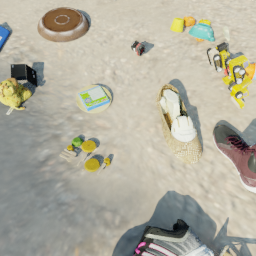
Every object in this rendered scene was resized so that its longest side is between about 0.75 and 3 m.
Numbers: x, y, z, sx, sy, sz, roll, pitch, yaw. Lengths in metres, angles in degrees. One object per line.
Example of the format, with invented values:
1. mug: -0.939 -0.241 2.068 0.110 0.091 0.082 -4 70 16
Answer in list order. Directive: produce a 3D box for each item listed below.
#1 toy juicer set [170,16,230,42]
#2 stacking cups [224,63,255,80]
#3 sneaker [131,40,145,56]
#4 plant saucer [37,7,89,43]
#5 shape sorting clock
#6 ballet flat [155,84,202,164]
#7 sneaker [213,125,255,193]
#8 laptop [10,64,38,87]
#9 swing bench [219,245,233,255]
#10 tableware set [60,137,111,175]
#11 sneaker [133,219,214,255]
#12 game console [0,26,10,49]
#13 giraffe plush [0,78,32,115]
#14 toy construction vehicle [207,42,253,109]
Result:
1. toy juicer set: 3.136 -3.952 11.517 2.531 0.689 1.610 27 40 23
2. stacking cups: 4.706 -2.020 9.962 2.396 0.725 0.725 12 54 11
3. sneaker: 0.351 -3.012 10.465 0.554 1.135 0.401 43 98 -3
4. plant saucer: -2.782 -4.511 11.965 2.229 0.358 2.229 0 56 0
5. shape sorting clock: -1.151 -0.979 9.445 1.181 0.232 1.181 1 55 -2
6. ballet flat: 1.452 -0.253 8.463 0.997 0.923 2.827 -16 54 -7
7. sneaker: 3.219 0.516 7.642 0.858 1.309 2.267 -18 55 -13
8. laptop: -3.630 -1.828 9.809 0.430 0.833 0.739 -22 62 17
9. swing bench: 2.206 3.328 5.942 1.071 0.695 1.065 33 60 28
10. tableware set: -1.179 0.795 8.151 1.432 0.220 0.965 22 53 17
11. sneaker: 0.416 2.842 6.100 2.794 1.031 1.222 -16 55 -18
12. game console: -5.843 -3.517 11.416 1.376 0.954 1.612 24 51 -21
13. giraffe plush: -3.850 -1.209 9.145 1.053 0.990 1.220 0 53 0
14. toy construction vehicle: 3.347 -1.760 8.835 0.751 2.132 1.856 -29 46 7
